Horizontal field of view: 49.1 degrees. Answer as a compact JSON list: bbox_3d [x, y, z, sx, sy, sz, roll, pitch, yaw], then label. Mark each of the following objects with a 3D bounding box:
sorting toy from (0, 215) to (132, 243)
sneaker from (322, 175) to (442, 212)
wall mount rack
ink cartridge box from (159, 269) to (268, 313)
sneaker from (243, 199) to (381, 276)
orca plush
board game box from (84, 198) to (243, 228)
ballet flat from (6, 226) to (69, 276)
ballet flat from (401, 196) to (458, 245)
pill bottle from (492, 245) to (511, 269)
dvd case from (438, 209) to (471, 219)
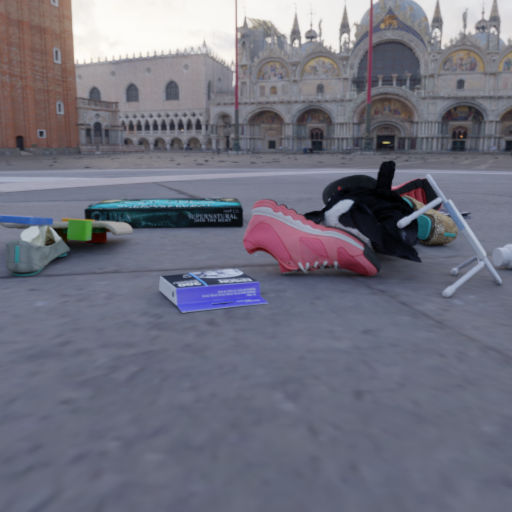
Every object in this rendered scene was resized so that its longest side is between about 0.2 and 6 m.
[{"bbox_3d":[-3.572,-0.462,10.785,2.093,0.506,3.717,4,3,-3],"label":"sorting toy"},{"bbox_3d":[3.030,-1.231,14.052,3.144,1.159,1.363,0,-14,-16],"label":"sneaker"},{"bbox_3d":[2.647,-0.208,7.823,0.691,1.852,1.609,-35,-5,21],"label":"wall mount rack"},{"bbox_3d":[-0.567,0.422,7.182,1.127,0.247,1.138,-4,13,-23],"label":"ink cartridge box"},{"bbox_3d":[0.788,-0.032,8.508,2.160,0.937,0.796,24,-12,14],"label":"sneaker"},{"bbox_3d":[1.936,-1.010,9.901,2.222,1.501,4.224,12,8,12],"label":"orca plush"},{"bbox_3d":[-2.248,-1.137,14.409,3.732,0.525,2.524,-1,11,-5],"label":"board game box"},{"bbox_3d":[-3.541,-0.188,9.221,0.692,0.654,2.054,-1,11,-5],"label":"ballet flat"},{"bbox_3d":[3.485,-0.694,11.717,0.761,0.822,2.333,10,19,-10],"label":"ballet flat"},{"bbox_3d":[4.140,0.011,8.868,0.706,0.392,0.392,-2,11,-10],"label":"pill bottle"},{"bbox_3d":[4.676,-1.192,15.636,1.512,0.162,2.033,-7,13,-31],"label":"dvd case"}]
